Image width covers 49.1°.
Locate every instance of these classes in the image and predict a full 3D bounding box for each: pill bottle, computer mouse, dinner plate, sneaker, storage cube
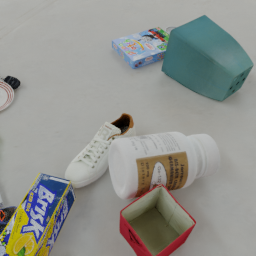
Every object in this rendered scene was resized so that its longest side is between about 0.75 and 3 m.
[{"bbox_3d":[1.045,0.974,8.068,2.926,1.673,1.673,-7,46,-20],"label":"pill bottle"},{"bbox_3d":[-5.294,-2.023,11.955,1.895,0.323,0.556,21,75,24],"label":"computer mouse"},{"bbox_3d":[-5.436,-1.221,11.053,1.779,0.216,1.779,6,52,-8],"label":"dinner plate"},{"bbox_3d":[-3.745,2.497,7.407,1.719,0.674,0.648,-18,51,-16],"label":"sneaker"},{"bbox_3d":[0.646,2.469,6.922,1.504,1.352,1.286,-29,57,-23],"label":"storage cube"},{"bbox_3d":[-0.900,0.535,8.821,1.087,1.264,2.985,27,53,27],"label":"sneaker"}]

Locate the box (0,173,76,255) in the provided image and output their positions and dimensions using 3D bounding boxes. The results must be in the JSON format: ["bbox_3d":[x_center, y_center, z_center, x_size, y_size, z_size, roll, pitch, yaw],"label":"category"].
[{"bbox_3d":[-2.412,2.656,7.064,1.041,0.955,2.971,12,48,12],"label":"box"}]

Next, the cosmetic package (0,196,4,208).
[{"bbox_3d":[-3.995,1.950,8.218,0.398,0.244,0.965,-25,52,-21],"label":"cosmetic package"}]

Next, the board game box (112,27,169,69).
[{"bbox_3d":[0.911,-3.936,13.550,2.763,0.506,2.090,-23,52,-19],"label":"board game box"}]

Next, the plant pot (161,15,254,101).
[{"bbox_3d":[3.271,-2.641,11.391,2.106,2.107,2.981,-31,63,-26],"label":"plant pot"}]

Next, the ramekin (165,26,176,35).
[{"bbox_3d":[2.312,-4.852,14.457,0.838,0.440,0.838,0,47,0],"label":"ramekin"}]
